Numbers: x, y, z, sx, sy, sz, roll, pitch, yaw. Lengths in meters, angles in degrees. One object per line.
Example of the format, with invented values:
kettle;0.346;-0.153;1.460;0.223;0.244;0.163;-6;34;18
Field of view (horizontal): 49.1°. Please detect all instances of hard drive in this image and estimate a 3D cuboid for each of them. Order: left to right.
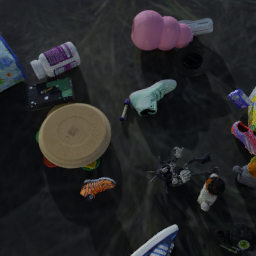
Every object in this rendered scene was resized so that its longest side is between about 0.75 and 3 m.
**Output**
hard drive;-3.282;-1.448;11.830;1.935;0.366;1.352;-15;48;-5

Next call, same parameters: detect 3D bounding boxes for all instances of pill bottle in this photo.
pill bottle;-3.215;-2.936;12.407;1.970;1.106;1.106;-29;65;-15

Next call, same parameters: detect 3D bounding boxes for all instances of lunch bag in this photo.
lunch bag;-6.241;-2.879;11.954;2.494;1.869;2.933;-35;76;-17

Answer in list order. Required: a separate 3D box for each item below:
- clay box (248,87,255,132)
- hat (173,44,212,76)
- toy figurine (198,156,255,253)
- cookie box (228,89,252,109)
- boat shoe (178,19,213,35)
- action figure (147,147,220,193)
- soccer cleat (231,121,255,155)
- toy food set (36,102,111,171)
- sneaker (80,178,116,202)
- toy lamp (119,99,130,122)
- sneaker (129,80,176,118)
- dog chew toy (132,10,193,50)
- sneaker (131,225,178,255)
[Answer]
clay box;5.226;-0.729;11.200;0.460;1.111;1.934;10;62;6
hat;2.914;-2.870;12.622;1.747;0.705;1.747;-4;64;7
toy figurine;3.777;2.482;9.027;2.667;1.855;2.625;-16;63;-8
cookie box;4.602;-1.180;11.499;0.286;0.651;0.762;-44;93;-14
boat shoe;3.122;-4.800;13.682;2.029;0.677;0.746;8;68;29
action figure;1.905;1.409;9.960;2.406;1.228;1.430;-10;57;-5
soccer cleat;4.746;0.450;10.817;0.573;0.657;1.719;-34;66;-17
toy food set;-2.100;0.290;10.878;2.888;0.703;2.859;15;62;8
sneaker;-1.062;2.177;9.680;1.357;0.526;0.760;-14;38;31
toy lamp;-0.112;-0.759;11.692;0.296;0.296;1.015;10;63;6
sneaker;1.220;-1.171;11.626;2.077;0.764;1.225;-23;58;-1
dog chew toy;1.618;-4.390;12.944;2.806;1.747;1.747;6;61;-6
sneaker;1.141;4.138;8.821;1.895;0.763;1.388;-30;74;-19
